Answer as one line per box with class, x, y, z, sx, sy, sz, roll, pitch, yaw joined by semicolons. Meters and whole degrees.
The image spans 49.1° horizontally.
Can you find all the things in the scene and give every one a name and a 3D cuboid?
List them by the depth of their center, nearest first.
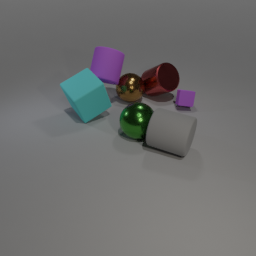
cylinder;1.521;0.130;9.755;1.400;1.400;1.400;17;34;20
ball;0.374;-0.272;10.589;1.400;1.400;1.400;0;30;0
cube;-1.757;-1.371;11.787;1.400;1.400;1.400;-34;52;-12
cylinder;-0.973;-2.830;12.822;1.400;1.400;1.400;13;2;0
cube;2.630;-1.379;12.879;0.700;0.700;0.700;6;10;-2
ball;0.106;-1.937;13.469;1.400;1.400;1.400;0;30;0
cylinder;1.553;-2.344;13.717;1.400;1.400;1.400;-20;6;-31
